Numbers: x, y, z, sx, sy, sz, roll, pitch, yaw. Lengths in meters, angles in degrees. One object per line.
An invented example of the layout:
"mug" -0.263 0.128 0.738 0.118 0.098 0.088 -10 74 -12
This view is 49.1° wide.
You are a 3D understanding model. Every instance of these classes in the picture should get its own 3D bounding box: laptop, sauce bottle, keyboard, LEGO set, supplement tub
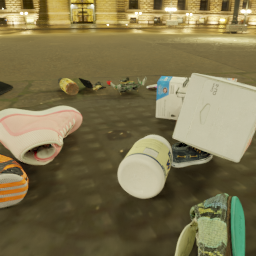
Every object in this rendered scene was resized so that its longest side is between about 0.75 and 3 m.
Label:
"laptop" -1.667 -2.113 13.127 0.980 0.506 0.869 -21 31 -40
"sauce bottle" -2.760 -1.923 12.619 0.602 0.602 1.825 -12 24 -27
"keyboard" -6.330 -1.643 11.986 1.732 0.281 2.725 20 23 -1
"LEGO set" -0.346 -1.807 12.482 2.438 0.691 1.583 1 19 32
"supplement tub" 0.412 0.743 5.831 0.932 0.932 1.286 7 24 17

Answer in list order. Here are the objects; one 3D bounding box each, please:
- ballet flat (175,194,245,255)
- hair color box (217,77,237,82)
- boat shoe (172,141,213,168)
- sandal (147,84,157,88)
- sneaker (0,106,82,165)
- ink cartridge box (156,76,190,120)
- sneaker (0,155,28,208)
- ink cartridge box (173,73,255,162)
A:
"ballet flat" 0.992 1.883 3.438 1.041 1.041 2.803 8 22 17
"hair color box" 3.975 -1.958 12.696 1.752 0.560 0.972 7 24 20
"boat shoe" 1.576 0.565 6.747 1.192 0.541 0.422 -11 25 -24
"sandal" 1.352 -1.909 13.035 0.962 0.236 0.391 -6 5 19
"sneaker" -1.937 0.224 7.167 1.429 1.029 2.734 45 24 21
"ink cartridge box" 1.908 -0.960 9.348 1.807 1.319 0.762 7 24 17
"sneaker" -3.131 1.074 5.385 2.233 0.866 1.251 1 17 -25
"ink cartridge box" 2.082 -0.313 6.109 1.416 1.423 1.958 22 17 25
